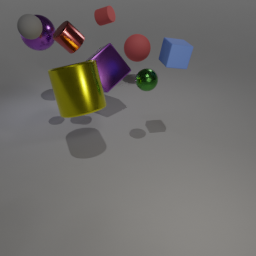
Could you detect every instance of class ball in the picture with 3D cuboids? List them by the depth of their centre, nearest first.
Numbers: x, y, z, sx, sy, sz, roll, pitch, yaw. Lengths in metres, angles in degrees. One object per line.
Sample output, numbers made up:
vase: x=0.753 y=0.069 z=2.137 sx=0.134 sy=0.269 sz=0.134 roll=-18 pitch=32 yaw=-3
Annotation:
ball: x=-2.857 y=-2.947 z=8.157 sx=0.700 sy=0.700 sz=0.700 roll=0 pitch=31 yaw=0
ball: x=0.579 y=-1.488 z=8.672 sx=0.700 sy=0.700 sz=0.700 roll=0 pitch=31 yaw=0
ball: x=-3.655 y=-3.870 z=11.405 sx=1.400 sy=1.400 sz=1.400 roll=0 pitch=31 yaw=0
ball: x=0.482 y=-4.186 z=14.657 sx=1.400 sy=1.400 sz=1.400 roll=0 pitch=31 yaw=0

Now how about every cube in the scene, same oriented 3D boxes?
cube: x=1.428 y=-2.251 z=8.442 sx=0.700 sy=0.700 sz=0.700 roll=1 pitch=33 yaw=-18
cube: x=-0.993 y=-2.434 z=11.592 sx=1.400 sy=1.400 sz=1.400 roll=-44 pitch=20 yaw=-11

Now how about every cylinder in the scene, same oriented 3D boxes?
cylinder: x=-1.458 y=-1.156 z=8.174 sx=1.400 sy=1.400 sz=1.400 roll=-12 pitch=15 yaw=3
cylinder: x=-1.804 y=-2.763 z=8.545 sx=0.700 sy=0.700 sz=0.700 roll=-28 pitch=42 yaw=29
cylinder: x=-1.019 y=-4.964 z=12.397 sx=0.700 sy=0.700 sz=0.700 roll=-5 pitch=26 yaw=28
